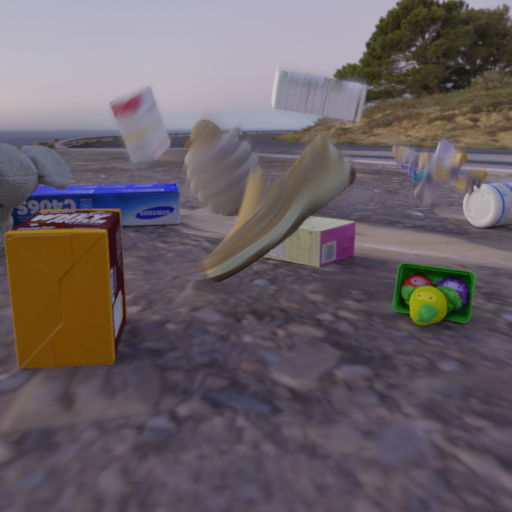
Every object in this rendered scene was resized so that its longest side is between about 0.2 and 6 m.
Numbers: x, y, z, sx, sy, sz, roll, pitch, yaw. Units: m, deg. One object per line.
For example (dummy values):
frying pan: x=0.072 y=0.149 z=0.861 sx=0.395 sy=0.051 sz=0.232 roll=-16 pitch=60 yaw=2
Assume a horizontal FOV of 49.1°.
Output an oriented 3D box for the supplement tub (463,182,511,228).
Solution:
supplement tub: x=5.123 y=-1.080 z=11.699 sx=1.372 sy=0.905 sz=0.905 roll=-8 pitch=16 yaw=-29

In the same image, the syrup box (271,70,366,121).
syrup box: x=1.116 y=-2.897 z=10.121 sx=1.599 sy=0.651 sz=0.630 roll=7 pitch=22 yaw=-5

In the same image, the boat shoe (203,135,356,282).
boat shoe: x=0.145 y=-0.631 z=6.706 sx=2.257 sy=0.859 sz=0.809 roll=-41 pitch=10 yaw=-21

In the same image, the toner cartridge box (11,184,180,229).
toner cartridge box: x=-3.371 y=-1.108 z=12.145 sx=3.393 sy=0.732 sz=1.612 roll=-2 pitch=15 yaw=-8

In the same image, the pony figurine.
pony figurine: x=3.086 y=-1.452 z=9.396 sx=1.347 sy=1.162 sz=1.395 roll=22 pitch=5 yaw=-39

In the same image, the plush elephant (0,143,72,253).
plush elephant: x=-4.570 y=-1.160 z=9.369 sx=2.306 sy=2.978 sz=2.453 roll=30 pitch=20 yaw=29

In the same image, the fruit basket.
fruit basket: x=1.924 y=0.436 z=6.150 sx=0.910 sy=0.657 sz=0.910 roll=9 pitch=-2 yaw=0

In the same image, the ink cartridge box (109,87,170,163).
ink cartridge box: x=-2.263 y=-2.579 z=11.051 sx=0.518 sy=1.241 sz=0.901 roll=-8 pitch=26 yaw=21

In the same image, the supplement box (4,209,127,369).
supplement box: x=-1.762 y=0.247 z=5.432 sx=0.835 sy=1.240 sz=1.257 roll=-2 pitch=14 yaw=-7

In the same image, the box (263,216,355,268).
box: x=0.807 y=-0.269 z=8.998 sx=1.197 sy=0.579 sz=1.053 roll=11 pitch=18 yaw=37

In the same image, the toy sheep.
toy sheep: x=-0.412 y=-1.111 z=7.695 sx=1.109 sy=1.608 sz=1.109 roll=-27 pitch=20 yaw=10
